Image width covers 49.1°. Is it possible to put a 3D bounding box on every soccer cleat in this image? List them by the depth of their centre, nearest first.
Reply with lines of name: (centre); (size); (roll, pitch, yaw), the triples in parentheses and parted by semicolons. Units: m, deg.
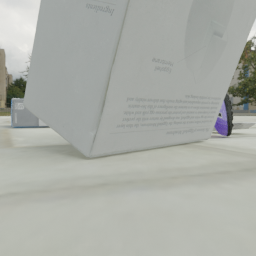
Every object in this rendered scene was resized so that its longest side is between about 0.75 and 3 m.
soccer cleat: (1.540, -0.731, 5.743); (0.756, 2.065, 0.704); (-14, -21, 2)

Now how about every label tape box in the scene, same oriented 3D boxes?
label tape box: (-2.557, -0.555, 9.983); (2.987, 0.987, 2.140); (-3, 5, -22)

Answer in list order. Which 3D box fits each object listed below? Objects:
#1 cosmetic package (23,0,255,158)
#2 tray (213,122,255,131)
cosmetic package: (0.304, -1.193, 3.770); (1.590, 2.586, 2.578); (29, 21, 38)
tray: (2.222, -0.012, 6.521); (0.685, 0.141, 1.276); (0, -5, -43)
